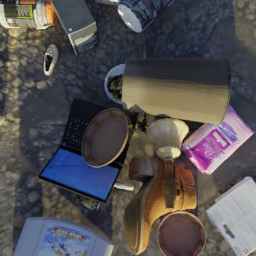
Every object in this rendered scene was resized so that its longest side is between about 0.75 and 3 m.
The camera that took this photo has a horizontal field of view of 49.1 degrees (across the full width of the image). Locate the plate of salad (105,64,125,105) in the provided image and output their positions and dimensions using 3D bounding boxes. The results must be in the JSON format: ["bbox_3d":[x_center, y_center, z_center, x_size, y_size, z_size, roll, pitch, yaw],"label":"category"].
[{"bbox_3d":[-0.076,-1.560,9.826,1.505,0.362,1.505,0,81,0],"label":"plate of salad"}]

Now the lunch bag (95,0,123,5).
[{"bbox_3d":[-0.567,-5.245,10.124,1.164,0.873,1.373,8,92,3],"label":"lunch bag"}]

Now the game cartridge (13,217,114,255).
[{"bbox_3d":[-2.048,3.956,8.848,2.933,0.609,1.953,17,81,0],"label":"game cartridge"}]

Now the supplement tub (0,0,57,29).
[{"bbox_3d":[-3.500,-4.082,9.817,1.823,1.117,1.117,3,82,1],"label":"supplement tub"}]

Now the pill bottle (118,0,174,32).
[{"bbox_3d":[0.827,-4.550,9.837,2.260,1.201,1.201,-44,84,-6],"label":"pill bottle"}]

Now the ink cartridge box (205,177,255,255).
[{"bbox_3d":[3.797,2.906,9.164,1.922,0.416,1.887,-34,83,-3],"label":"ink cartridge box"}]

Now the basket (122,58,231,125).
[{"bbox_3d":[1.360,-1.225,8.546,2.878,2.595,1.957,6,109,7],"label":"basket"}]

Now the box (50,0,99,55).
[{"bbox_3d":[-1.789,-3.644,9.507,1.004,1.592,1.619,-27,83,-4],"label":"box"}]

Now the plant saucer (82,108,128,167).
[{"bbox_3d":[-0.656,0.320,8.693,1.933,0.354,1.933,-22,55,34],"label":"plant saucer"}]

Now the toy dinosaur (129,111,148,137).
[{"bbox_3d":[0.178,-0.088,9.520,0.903,0.679,1.330,10,103,17],"label":"toy dinosaur"}]

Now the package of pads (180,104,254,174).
[{"bbox_3d":[2.930,0.370,9.307,2.156,0.816,1.299,-41,86,-5],"label":"package of pads"}]

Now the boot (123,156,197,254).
[{"bbox_3d":[1.086,2.308,8.441,2.209,1.052,2.855,16,66,-24],"label":"boot"}]

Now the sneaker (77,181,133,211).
[{"bbox_3d":[-0.755,2.227,9.187,1.815,0.663,1.015,5,85,9],"label":"sneaker"}]

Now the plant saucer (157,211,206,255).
[{"bbox_3d":[1.725,3.504,9.147,1.578,0.272,1.578,0,82,1],"label":"plant saucer"}]

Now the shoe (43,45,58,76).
[{"bbox_3d":[-2.754,-2.450,9.982,0.409,0.312,1.170,9,82,1],"label":"shoe"}]

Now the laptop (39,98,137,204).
[{"bbox_3d":[-1.234,0.606,8.872,2.314,1.349,2.611,19,98,8],"label":"laptop"}]

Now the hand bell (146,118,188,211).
[{"bbox_3d":[1.214,1.144,8.380,1.375,1.375,2.640,3,54,0],"label":"hand bell"}]

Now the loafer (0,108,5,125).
[{"bbox_3d":[-5.410,0.050,9.328,2.541,0.885,0.956,-38,84,-5],"label":"loafer"}]
